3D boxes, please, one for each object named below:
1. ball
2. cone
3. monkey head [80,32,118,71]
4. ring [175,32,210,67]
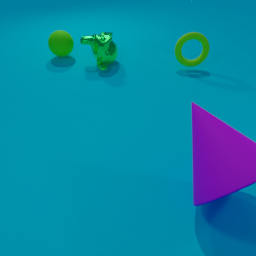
[{"bbox_3d":[-2.344,-2.957,9.805,0.888,0.888,0.888,0,40,0],"label":"ball"},{"bbox_3d":[1.537,0.251,4.982,1.665,1.665,1.671,-19,74,-22],"label":"cone"},{"bbox_3d":[-0.958,-2.649,9.445,1.228,1.029,1.707,0,39,1],"label":"monkey head"},{"bbox_3d":[2.074,-2.531,9.073,1.123,1.123,0.225,0,32,1],"label":"ring"}]
